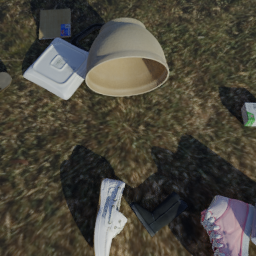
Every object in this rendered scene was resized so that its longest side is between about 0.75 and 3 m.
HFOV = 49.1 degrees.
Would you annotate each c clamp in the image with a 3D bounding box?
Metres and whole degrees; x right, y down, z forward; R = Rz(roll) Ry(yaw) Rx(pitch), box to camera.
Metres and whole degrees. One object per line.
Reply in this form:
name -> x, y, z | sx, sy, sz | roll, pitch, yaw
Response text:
c clamp -> -1.541, -3.842, 12.615 | 1.949, 0.309, 2.282 | 31, 66, 22

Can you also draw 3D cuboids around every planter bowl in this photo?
planter bowl -> -0.116, -2.643, 10.140 | 2.948, 2.948, 1.984 | -5, 74, -3

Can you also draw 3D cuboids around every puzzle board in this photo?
puzzle board -> -3.442, -4.936, 13.278 | 1.453, 0.168, 1.928 | -5, 61, -4

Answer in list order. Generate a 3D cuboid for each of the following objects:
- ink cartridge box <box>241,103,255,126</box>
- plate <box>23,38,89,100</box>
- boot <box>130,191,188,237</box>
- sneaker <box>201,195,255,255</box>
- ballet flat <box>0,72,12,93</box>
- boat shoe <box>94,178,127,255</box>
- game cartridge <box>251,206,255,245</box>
ink cartridge box -> 4.951, -0.501, 10.573 | 1.110, 0.461, 0.814 | 2, 60, 1
plate -> -2.800, -2.632, 11.691 | 2.434, 0.393, 2.429 | 29, 70, 16
boot -> 0.968, 2.478, 8.850 | 1.476, 0.485, 1.217 | -34, 77, -13
sneaker -> 2.661, 3.246, 8.098 | 1.476, 1.063, 2.823 | 23, 56, 9
ballet flat -> -5.765, -1.315, 11.000 | 2.664, 0.617, 0.897 | -42, 110, -16
boat shoe -> -0.483, 2.766, 8.454 | 0.904, 0.924, 2.609 | 3, 59, 2
game cartridge -> 4.490, 3.114, 8.123 | 2.155, 0.441, 1.434 | 31, 57, -12
